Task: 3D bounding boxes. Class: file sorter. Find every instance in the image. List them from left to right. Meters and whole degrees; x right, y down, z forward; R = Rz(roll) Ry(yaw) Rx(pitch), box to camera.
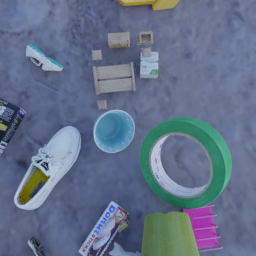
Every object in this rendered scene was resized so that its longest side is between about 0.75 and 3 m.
[{"bbox_3d":[2.277,3.010,8.522,0.890,0.803,1.280,-7,76,-1],"label":"file sorter"}]

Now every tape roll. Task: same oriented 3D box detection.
[{"bbox_3d":[1.634,1.026,8.290,2.661,0.640,2.661,9,106,33],"label":"tape roll"}]

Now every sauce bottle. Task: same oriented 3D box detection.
[{"bbox_3d":[-0.312,3.132,8.758,0.809,0.262,0.262,-38,78,-1],"label":"sauce bottle"}]

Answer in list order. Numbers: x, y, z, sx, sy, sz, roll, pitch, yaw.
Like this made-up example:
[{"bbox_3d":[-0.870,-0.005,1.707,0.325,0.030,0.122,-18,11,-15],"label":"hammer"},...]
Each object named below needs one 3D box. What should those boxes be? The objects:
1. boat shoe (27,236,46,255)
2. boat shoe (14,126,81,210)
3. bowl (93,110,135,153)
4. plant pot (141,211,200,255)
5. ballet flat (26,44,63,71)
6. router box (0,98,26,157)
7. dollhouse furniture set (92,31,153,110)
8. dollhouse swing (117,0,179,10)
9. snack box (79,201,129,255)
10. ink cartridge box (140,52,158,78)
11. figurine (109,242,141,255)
[{"bbox_3d":[-2.751,3.707,8.599,0.269,0.304,0.831,-45,80,-5],"label":"boat shoe"},{"bbox_3d":[-2.557,1.152,8.752,1.113,1.285,3.013,33,78,8],"label":"boat shoe"},{"bbox_3d":[-0.567,0.030,9.162,1.410,0.738,1.410,-8,108,-25],"label":"bowl"},{"bbox_3d":[1.155,3.457,7.844,2.113,2.113,2.007,-2,64,0],"label":"plant pot"},{"bbox_3d":[-3.049,-2.422,10.153,1.634,0.586,0.586,37,78,12],"label":"ballet flat"},{"bbox_3d":[-4.942,-0.301,9.487,2.272,0.593,1.786,25,77,6],"label":"router box"},{"bbox_3d":[-0.118,-2.025,10.058,2.142,1.226,2.512,-5,99,0],"label":"dollhouse furniture set"},{"bbox_3d":[0.801,-5.986,10.283,2.203,2.277,2.506,-2,75,-22],"label":"dollhouse swing"},{"bbox_3d":[-0.740,3.203,8.600,0.650,0.220,1.809,31,82,25],"label":"snack box"},{"bbox_3d":[0.761,-2.275,10.122,0.647,0.367,0.883,3,75,1],"label":"ink cartridge box"},{"bbox_3d":[-0.143,4.123,8.338,1.130,0.499,1.158,24,76,0],"label":"figurine"}]
